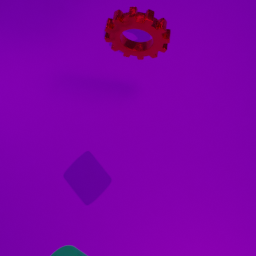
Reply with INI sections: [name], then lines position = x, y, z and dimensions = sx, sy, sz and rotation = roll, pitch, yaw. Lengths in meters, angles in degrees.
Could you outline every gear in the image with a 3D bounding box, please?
[gear]
position = 0.218, -2.150, 6.539
dimensions = 1.514, 1.514, 0.280
rotation = 9, 70, 1

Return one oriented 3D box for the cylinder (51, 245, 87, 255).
[cylinder]
position = -0.864, 2.721, 4.691
dimensions = 1.068, 1.068, 1.068
rotation = -47, 114, -6
